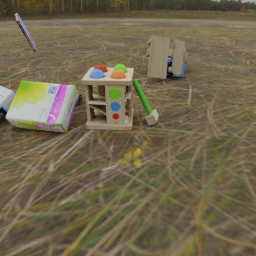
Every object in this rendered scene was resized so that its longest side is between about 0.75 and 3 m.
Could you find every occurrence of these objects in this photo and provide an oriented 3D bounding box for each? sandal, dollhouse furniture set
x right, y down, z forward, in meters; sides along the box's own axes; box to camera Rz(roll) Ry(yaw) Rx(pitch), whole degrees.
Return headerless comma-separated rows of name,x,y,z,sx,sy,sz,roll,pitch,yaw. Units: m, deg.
sandal,-3.429,-1.430,11.997,2.946,0.631,1.120,0,27,1
dollhouse furniture set,2.048,-3.593,15.846,2.491,2.134,2.620,6,0,-12

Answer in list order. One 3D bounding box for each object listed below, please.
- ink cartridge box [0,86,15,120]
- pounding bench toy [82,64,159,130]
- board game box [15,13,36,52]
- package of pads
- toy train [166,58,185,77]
ink cartridge box,-5.492,-1.101,10.802,2.750,0.539,1.367,22,66,33
pounding bench toy,-0.159,-1.169,9.934,2.569,2.004,1.596,2,27,3
board game box,-3.855,-3.592,10.570,0.127,1.303,0.671,-23,48,-2
package of pads,-2.953,-0.731,9.744,2.154,0.735,1.664,7,64,13
toy train,2.237,-3.512,15.880,1.305,0.990,2.284,0,22,-19
